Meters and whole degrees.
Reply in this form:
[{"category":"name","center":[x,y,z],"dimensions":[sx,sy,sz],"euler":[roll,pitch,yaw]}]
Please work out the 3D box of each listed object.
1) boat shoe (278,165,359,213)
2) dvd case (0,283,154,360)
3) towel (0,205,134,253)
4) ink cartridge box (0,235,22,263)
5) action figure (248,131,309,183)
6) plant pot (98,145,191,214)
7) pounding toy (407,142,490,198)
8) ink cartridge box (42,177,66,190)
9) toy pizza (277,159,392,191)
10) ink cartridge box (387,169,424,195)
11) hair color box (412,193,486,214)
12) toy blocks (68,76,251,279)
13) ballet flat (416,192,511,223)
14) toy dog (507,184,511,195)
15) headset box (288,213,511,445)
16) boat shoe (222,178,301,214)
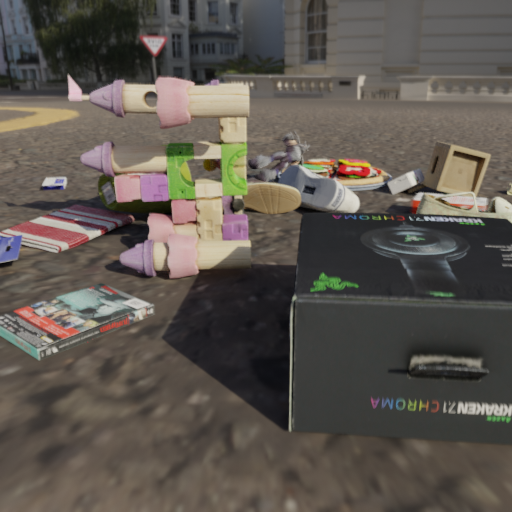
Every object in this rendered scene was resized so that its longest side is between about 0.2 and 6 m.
[{"category":"boat shoe","center":[1.224,-1.253,11.138],"dimensions":[0.798,0.810,2.285],"euler":[21,3,-30]},{"category":"dvd case","center":[-2.017,0.678,6.217],"dimensions":[1.051,0.158,1.439],"euler":[15,25,37]},{"category":"towel","center":[-3.167,-0.467,9.500],"dimensions":[1.339,0.211,1.858],"euler":[11,23,23]},{"category":"ink cartridge box","center":[-4.092,-0.093,8.008],"dimensions":[1.312,0.308,1.297],"euler":[-17,22,-14]},{"category":"action figure","center":[0.618,-2.161,12.615],"dimensions":[1.583,1.030,0.549],"euler":[-32,25,-24]},{"category":"plant pot","center":[-2.117,-1.295,10.248],"dimensions":[1.291,1.291,1.380],"euler":[17,27,41]},{"category":"pounding toy","center":[4.117,-1.756,12.063],"dimensions":[1.143,1.241,0.883],"euler":[10,16,-15]},{"category":"ink cartridge box","center":[-4.676,-1.660,12.992],"dimensions":[0.462,0.181,0.975],"euler":[-4,17,-13]},{"category":"toy pizza","center":[1.918,-2.077,13.774],"dimensions":[2.789,0.442,2.789],"euler":[0,19,0]},{"category":"ink cartridge box","center":[3.322,-1.638,12.400],"dimensions":[0.531,0.308,0.733],"euler":[-25,-2,42]},{"category":"hair color box","center":[3.579,-0.878,10.383],"dimensions":[1.233,0.394,0.684],"euler":[7,19,23]},{"category":"toy blocks","center":[-1.328,-1.269,8.150],"dimensions":[2.389,2.652,2.838],"euler":[-2,21,-3]},{"category":"ballet flat","center":[3.796,-0.726,9.424],"dimensions":[2.125,0.662,0.717],"euler":[7,9,19]},{"category":"toy dog","center":[5.714,-1.468,12.348],"dimensions":[0.339,0.244,0.349],"euler":[20,24,16]},{"category":"headset box","center":[1.451,0.516,5.065],"dimensions":[2.262,1.205,2.597],"euler":[2,19,6]},{"category":"boat shoe","center":[-0.039,-1.213,10.840],"dimensions":[1.863,0.670,0.604],"euler":[-1,36,14]}]
